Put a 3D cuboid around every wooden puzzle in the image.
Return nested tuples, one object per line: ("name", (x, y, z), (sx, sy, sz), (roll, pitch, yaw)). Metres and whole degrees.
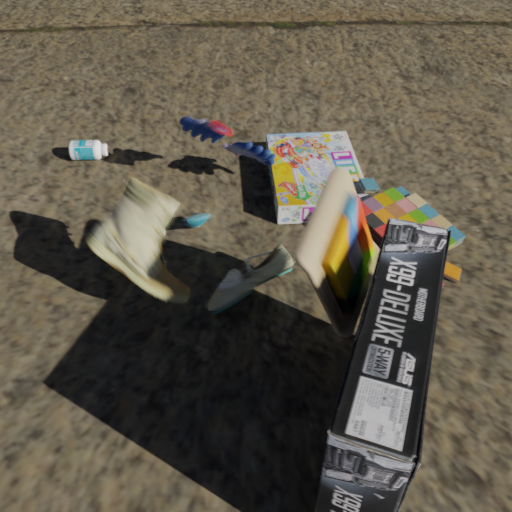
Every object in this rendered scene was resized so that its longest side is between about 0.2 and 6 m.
("wooden puzzle", (1.244, -0.016, 7.712), (0.339, 1.821, 1.684), (3, 54, 35))
("wooden puzzle", (2.971, -0.596, 10.993), (1.731, 0.205, 2.919), (-24, 60, -34))

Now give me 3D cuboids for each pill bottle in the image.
("pill bottle", (-4.027, -2.542, 13.468), (0.850, 0.471, 0.471), (-1, 41, -1))

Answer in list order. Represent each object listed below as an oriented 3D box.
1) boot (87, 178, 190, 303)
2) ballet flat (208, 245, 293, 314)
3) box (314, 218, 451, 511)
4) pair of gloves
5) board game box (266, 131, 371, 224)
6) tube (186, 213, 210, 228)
("boot", (-1.610, -0.235, 9.109), (1.871, 1.447, 0.674), (34, 7, 0))
("ballet flat", (-0.175, 0.360, 9.773), (1.768, 0.551, 0.596), (-30, 11, -20))
("box", (1.559, 1.651, 7.007), (0.868, 2.751, 3.488), (13, 42, 14))
("pair of gloves", (-0.584, -2.419, 11.980), (2.099, 0.239, 1.687), (24, -2, -32))
("board game box", (1.313, -1.840, 12.633), (1.978, 0.503, 2.942), (-3, 41, -3))
("tube", (-1.156, -0.707, 10.908), (0.461, 0.300, 1.192), (-23, 5, -7))
